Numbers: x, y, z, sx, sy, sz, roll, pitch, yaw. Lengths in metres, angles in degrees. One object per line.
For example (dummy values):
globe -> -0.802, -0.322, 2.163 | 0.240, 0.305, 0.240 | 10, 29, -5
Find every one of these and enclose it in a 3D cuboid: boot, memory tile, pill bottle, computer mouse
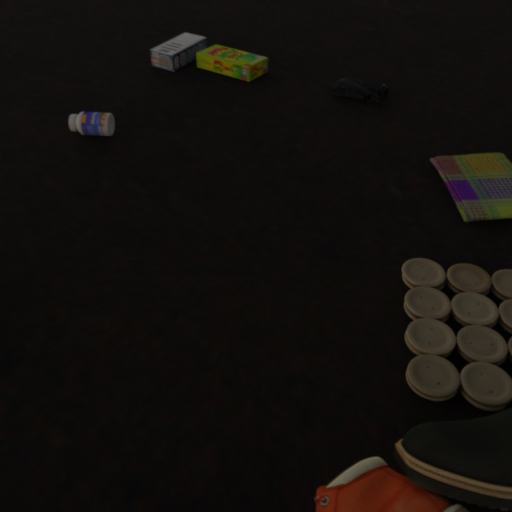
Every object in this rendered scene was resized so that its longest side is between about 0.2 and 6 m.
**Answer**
boot -> 0.802, 2.911, 5.248 | 2.523, 0.947, 1.353 | -24, 40, -33
memory tile -> 3.100, 1.036, 7.865 | 2.050, 0.225, 2.675 | 7, 40, 7
pill bottle -> -3.594, -2.885, 12.223 | 0.892, 0.500, 0.500 | 4, 41, 3
boot -> 3.091, 1.336, 5.829 | 3.162, 2.187, 1.225 | 1, 11, -8
computer mouse -> 2.514, -4.125, 13.719 | 1.404, 0.370, 0.972 | 15, 38, 19

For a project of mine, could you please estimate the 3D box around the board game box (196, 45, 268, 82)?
board game box -> -0.648, -5.153, 14.922 | 1.725, 0.411, 0.876 | 24, 45, 26

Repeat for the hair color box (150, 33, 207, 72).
hair color box -> -2.114, -5.639, 15.458 | 0.785, 0.475, 1.570 | 22, 45, 24

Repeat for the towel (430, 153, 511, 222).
towel -> 4.345, -1.331, 10.618 | 1.567, 0.248, 2.181 | -3, 41, -4
